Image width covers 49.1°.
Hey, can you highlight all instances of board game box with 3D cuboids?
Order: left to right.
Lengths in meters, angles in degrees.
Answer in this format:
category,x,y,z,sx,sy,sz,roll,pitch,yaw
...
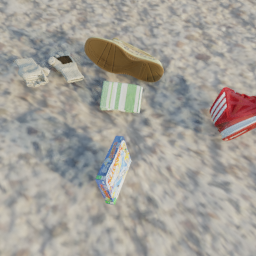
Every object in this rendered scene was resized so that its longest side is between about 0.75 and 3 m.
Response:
category,x,y,z,sx,sy,sz,roll,pitch,yaw
board game box,-0.322,1.025,6.959,0.246,0.965,1.426,3,44,21

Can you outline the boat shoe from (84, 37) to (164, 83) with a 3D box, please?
category,x,y,z,sx,sy,sz,roll,pitch,yaw
boat shoe,-0.125,-2.308,9.280,2.701,0.990,0.847,21,36,-14

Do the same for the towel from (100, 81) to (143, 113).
category,x,y,z,sx,sy,sz,roll,pitch,yaw
towel,-0.206,-0.949,8.703,1.249,0.146,0.953,7,76,5

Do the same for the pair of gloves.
category,x,y,z,sx,sy,sz,roll,pitch,yaw
pair of gloves,-2.647,-2.012,9.329,1.993,0.349,1.694,-12,45,-23

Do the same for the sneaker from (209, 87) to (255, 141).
category,x,y,z,sx,sy,sz,roll,pitch,yaw
sneaker,3.465,-0.796,7.822,2.498,0.979,1.443,-27,71,3
